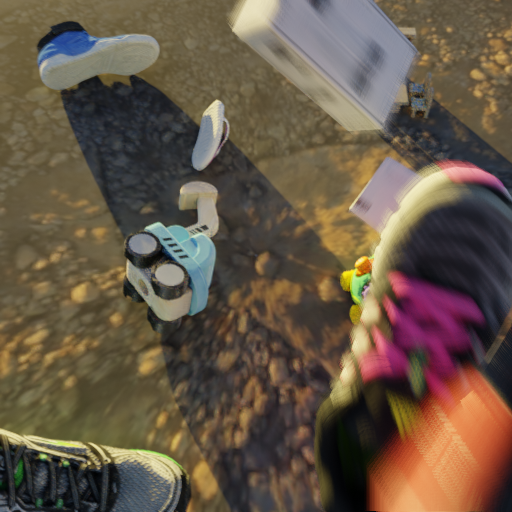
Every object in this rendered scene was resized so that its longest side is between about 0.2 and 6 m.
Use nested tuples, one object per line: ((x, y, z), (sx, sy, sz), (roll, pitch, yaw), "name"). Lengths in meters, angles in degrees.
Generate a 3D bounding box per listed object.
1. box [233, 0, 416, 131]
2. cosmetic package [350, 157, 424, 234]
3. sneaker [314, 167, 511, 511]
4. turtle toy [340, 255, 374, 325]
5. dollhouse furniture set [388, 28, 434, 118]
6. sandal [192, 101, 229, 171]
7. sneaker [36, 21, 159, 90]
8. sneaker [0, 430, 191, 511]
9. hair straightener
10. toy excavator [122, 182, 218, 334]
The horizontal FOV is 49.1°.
((0.865, -2.507, 6.551), (0.620, 2.063, 1.203), (11, 76, 55), "box")
((1.716, -0.356, 5.913), (0.925, 1.639, 0.665), (39, 99, 23), "cosmetic package")
((1.218, 0.897, 4.386), (1.161, 3.146, 1.376), (21, 22, 9), "sneaker")
((1.827, 0.541, 7.657), (1.105, 0.766, 1.516), (-6, 52, -5), "turtle toy")
((2.633, -3.475, 10.635), (1.326, 1.005, 1.513), (4, 52, 3), "dollhouse furniture set")
((-0.715, -2.135, 9.938), (0.425, 0.704, 1.731), (31, 45, -28), "sandal")
((-3.237, -4.246, 11.294), (2.368, 0.909, 1.317), (-19, 63, -7), "sneaker")
((-2.308, 2.477, 5.759), (3.273, 1.394, 1.277), (0, 52, -1), "sneaker")
((1.805, 1.234, 3.931), (0.982, 0.522, 2.553), (54, 46, -5), "hair straightener")
((-1.024, -0.125, 8.182), (2.035, 1.017, 1.979), (-25, 57, -33), "toy excavator")
